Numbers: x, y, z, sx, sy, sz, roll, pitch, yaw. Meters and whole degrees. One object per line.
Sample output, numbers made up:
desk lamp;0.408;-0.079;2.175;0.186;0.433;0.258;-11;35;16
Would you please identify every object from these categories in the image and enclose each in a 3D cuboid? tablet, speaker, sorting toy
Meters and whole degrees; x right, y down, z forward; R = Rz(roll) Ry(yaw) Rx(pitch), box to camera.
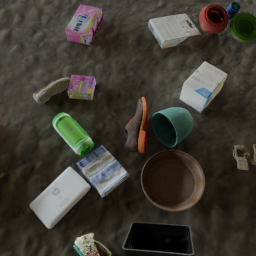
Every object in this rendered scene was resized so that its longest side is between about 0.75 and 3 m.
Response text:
tablet;-2.188;2.195;9.021;1.162;0.122;1.785;36;71;28
speaker;-1.952;0.211;9.930;0.737;0.737;1.667;-38;68;-19
sorting toy;4.427;-4.621;12.540;2.721;1.117;1.635;20;78;-3

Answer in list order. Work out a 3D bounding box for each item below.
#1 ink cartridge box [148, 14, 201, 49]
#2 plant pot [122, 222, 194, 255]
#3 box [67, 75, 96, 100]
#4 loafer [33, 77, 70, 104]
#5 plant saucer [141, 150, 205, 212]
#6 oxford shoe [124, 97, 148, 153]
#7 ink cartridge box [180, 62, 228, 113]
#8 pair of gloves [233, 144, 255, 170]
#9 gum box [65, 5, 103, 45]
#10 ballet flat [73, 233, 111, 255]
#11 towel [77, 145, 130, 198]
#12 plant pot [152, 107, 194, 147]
ink cartridge box;2.091;-4.442;12.725;1.914;0.480;1.552;-15;61;-18
plant pot;0.814;3.580;7.416;1.703;1.707;1.514;1;94;9
box;-1.820;-1.604;11.071;0.941;0.455;0.828;6;61;3
loafer;-3.014;-1.574;11.029;1.584;0.569;0.498;-38;61;-16
plant saucer;1.467;1.735;9.241;2.069;0.378;2.069;-1;61;2
oxford shoe;0.294;-0.180;10.126;0.811;0.796;2.236;1;59;10
ink cartridge box;2.942;-1.628;10.758;1.046;1.019;1.628;38;68;19
pair of gloves;4.259;1.025;9.774;1.148;0.201;0.976;-1;58;-3
gum box;-1.925;-4.725;12.688;1.072;0.625;1.889;14;62;9
ballet flat;-0.645;3.897;7.855;0.723;0.856;2.263;-34;68;-26
towel;-0.848;1.404;9.400;1.175;0.190;1.599;-35;61;-18
plant pot;1.651;-0.129;9.840;1.056;1.315;1.315;-25;63;-26
